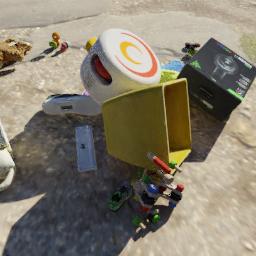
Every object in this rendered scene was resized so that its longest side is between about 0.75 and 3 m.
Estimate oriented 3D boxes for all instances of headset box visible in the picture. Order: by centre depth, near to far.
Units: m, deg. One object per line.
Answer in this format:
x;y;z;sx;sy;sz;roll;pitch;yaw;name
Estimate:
3.437;-1.928;11.061;2.456;1.308;2.821;38;51;8;headset box

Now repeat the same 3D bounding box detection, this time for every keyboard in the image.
-1.480;0.643;9.731;0.602;0.114;2.140;-11;43;-4;keyboard

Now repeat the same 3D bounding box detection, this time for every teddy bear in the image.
-6.064;-3.665;13.928;2.167;0.998;2.988;7;35;-3;teddy bear

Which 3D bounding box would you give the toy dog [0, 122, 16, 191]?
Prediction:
-4.723;1.049;8.424;2.332;1.627;2.261;-17;79;-20;toy dog

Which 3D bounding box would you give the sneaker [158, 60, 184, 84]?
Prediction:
1.585;-2.372;12.221;2.607;0.987;1.369;18;58;3;sneaker

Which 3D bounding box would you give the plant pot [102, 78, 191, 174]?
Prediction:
0.564;-0.164;8.664;2.132;2.418;2.417;0;13;26;plant pot

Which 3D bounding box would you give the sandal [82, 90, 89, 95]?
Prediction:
-0.947;-1.714;11.962;2.095;0.515;0.853;-13;44;-14;sandal

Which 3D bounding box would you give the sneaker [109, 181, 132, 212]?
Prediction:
-0.182;1.915;8.075;0.402;0.439;1.031;19;45;20;sneaker

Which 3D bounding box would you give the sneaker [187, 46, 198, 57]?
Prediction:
3.446;-3.781;14.243;0.420;0.477;1.127;-29;50;-27;sneaker

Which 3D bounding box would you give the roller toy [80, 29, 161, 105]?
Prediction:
-0.361;-2.117;10.574;2.946;2.059;2.687;28;47;-20;roller toy

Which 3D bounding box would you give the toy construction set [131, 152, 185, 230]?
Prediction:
0.618;1.415;7.716;1.573;1.887;1.450;-19;40;-31;toy construction set

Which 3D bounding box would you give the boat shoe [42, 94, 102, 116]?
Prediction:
-2.075;-1.022;10.978;2.544;0.873;0.720;-1;42;2;boat shoe

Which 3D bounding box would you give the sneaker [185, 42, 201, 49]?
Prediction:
3.466;-4.402;15.054;0.838;0.296;0.410;8;43;12;sneaker

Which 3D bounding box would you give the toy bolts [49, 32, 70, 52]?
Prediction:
-3.578;-4.653;14.976;1.008;0.962;0.699;28;40;3;toy bolts
